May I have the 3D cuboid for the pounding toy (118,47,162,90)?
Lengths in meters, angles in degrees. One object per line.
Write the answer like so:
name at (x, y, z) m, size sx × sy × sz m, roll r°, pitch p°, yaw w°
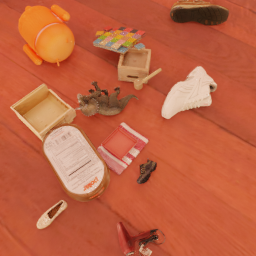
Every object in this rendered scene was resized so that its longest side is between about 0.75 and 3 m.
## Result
pounding toy at (0.446, -2.096, 10.721) m, size 1.620 × 0.843 × 1.844 m, roll 7°, pitch 59°, yaw 4°

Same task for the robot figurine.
robot figurine at (-3.252, -3.713, 11.206) m, size 2.034 × 1.649 × 2.828 m, roll -35°, pitch 63°, yaw -18°

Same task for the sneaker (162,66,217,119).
sneaker at (2.309, -1.130, 10.076) m, size 1.315 × 1.031 × 2.647 m, roll 40°, pitch 68°, yaw 17°

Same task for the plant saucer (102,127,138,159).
plant saucer at (-0.272, 0.524, 9.402) m, size 0.894 × 0.164 × 0.896 m, roll 36°, pitch 65°, yaw 17°

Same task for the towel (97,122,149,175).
towel at (-0.222, 0.647, 9.464) m, size 1.191 × 0.188 × 1.654 m, roll 35°, pitch 65°, yaw 18°

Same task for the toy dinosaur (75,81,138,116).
toy dinosaur at (-0.826, -0.908, 10.065) m, size 2.512 × 0.967 × 1.285 m, roll 8°, pitch 65°, yaw -32°

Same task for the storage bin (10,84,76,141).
storage bin at (-2.911, -0.555, 9.862) m, size 1.572 × 0.737 × 1.561 m, roll 39°, pitch 67°, yaw 21°

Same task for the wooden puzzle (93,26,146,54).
wooden puzzle at (-0.357, -3.570, 11.174) m, size 2.581 × 0.181 × 1.531 m, roll 23°, pitch 53°, yaw 29°

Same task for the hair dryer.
hair dryer at (0.251, 3.153, 7.940) m, size 1.413 × 0.384 × 1.076 m, roll 30°, pitch 47°, yaw 11°

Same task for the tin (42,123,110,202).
tin at (-1.704, 1.030, 8.944) m, size 1.552 × 0.580 × 2.772 m, roll -36°, pitch 66°, yaw -7°

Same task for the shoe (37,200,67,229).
shoe at (-2.267, 2.530, 8.271) m, size 0.370 × 0.282 × 1.057 m, roll 40°, pitch 67°, yaw 21°

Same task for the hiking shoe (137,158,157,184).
hiking shoe at (0.521, 1.391, 8.977) m, size 0.465 × 0.350 × 0.923 m, roll 26°, pitch 58°, yaw 34°

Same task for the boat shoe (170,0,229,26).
boat shoe at (3.209, -5.338, 12.617) m, size 2.589 × 0.980 × 0.956 m, roll 7°, pitch 56°, yaw 3°
